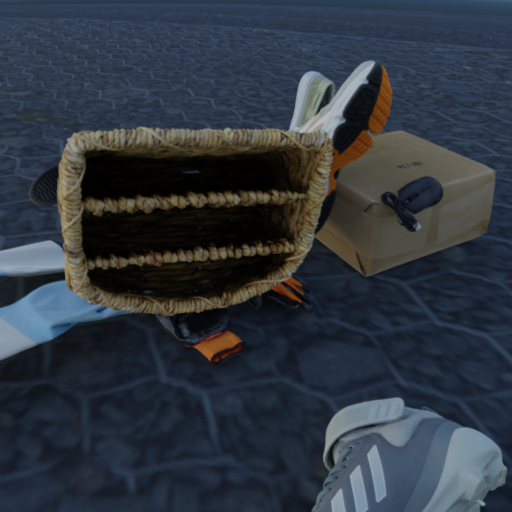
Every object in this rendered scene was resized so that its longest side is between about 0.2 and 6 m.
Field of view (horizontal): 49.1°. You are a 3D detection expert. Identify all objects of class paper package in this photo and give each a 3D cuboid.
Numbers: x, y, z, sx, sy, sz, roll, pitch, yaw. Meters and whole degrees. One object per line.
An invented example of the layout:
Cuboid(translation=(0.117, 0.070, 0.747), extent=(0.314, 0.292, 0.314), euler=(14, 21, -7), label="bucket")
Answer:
Cuboid(translation=(2.600, -1.218, 11.248), extent=(3.006, 1.555, 2.865), euler=(-17, 36, -24), label="paper package")

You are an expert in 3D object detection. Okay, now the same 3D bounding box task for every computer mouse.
Cuboid(translation=(2.753, -0.991, 9.397), extent=(1.212, 0.320, 0.839), euler=(-32, 76, -28), label="computer mouse")

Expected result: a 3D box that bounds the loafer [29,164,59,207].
Cuboid(translation=(-3.847, -1.640, 11.687), extent=(1.919, 0.701, 0.681), euler=(-41, 9, -23), label="loafer")

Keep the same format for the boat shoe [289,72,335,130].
Cuboid(translation=(1.128, -2.661, 11.392), extent=(0.739, 2.053, 0.637), euler=(-23, 45, -30), label="boat shoe")

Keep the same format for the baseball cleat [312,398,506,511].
Cuboid(translation=(0.995, 2.616, 5.807), extent=(3.472, 1.211, 1.848), euler=(-14, 25, -34), label="baseball cleat")

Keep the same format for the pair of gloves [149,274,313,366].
Cuboid(translation=(-0.437, 0.734, 9.330), extent=(2.522, 0.312, 2.247), euler=(-27, 40, -32), label="pair of gloves")

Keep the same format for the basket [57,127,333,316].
Cuboid(translation=(-0.912, -0.372, 7.799), extent=(3.454, 2.465, 2.573), euler=(-4, 4, -22), label="basket")

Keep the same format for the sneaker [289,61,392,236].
Cuboid(translation=(1.015, -2.054, 10.032), extent=(1.573, 3.419, 1.294), euler=(35, 4, 38), label="sneaker")

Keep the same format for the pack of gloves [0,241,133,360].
Cuboid(translation=(-3.932, 0.372, 8.639), extent=(3.184, 0.748, 3.789), euler=(22, 24, 31), label="pack of gloves")
